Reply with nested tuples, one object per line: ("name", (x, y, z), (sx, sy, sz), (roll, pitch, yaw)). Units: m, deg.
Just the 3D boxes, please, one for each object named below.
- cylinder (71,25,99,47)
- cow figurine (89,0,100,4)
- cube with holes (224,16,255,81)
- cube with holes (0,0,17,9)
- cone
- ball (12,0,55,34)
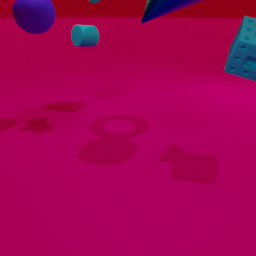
("cylinder", (-1.542, -3.304, 10.076), (0.737, 0.737, 0.737), (-15, 28, -42))
("cow figurine", (-0.904, -4.212, 8.019), (1.279, 0.714, 1.300), (-39, 64, -23))
("cube with holes", (2.716, -1.680, 6.039), (0.874, 0.874, 0.874), (19, 58, 8))
("cube with holes", (-2.233, -2.871, 5.072), (0.784, 0.784, 0.784), (-23, 52, 23))
("cone", (0.816, -3.021, 6.594), (1.491, 1.497, 1.491), (43, 6, -6))
("ball", (-2.728, -3.354, 8.158), (1.188, 1.188, 1.188), (0, 24, 0))
